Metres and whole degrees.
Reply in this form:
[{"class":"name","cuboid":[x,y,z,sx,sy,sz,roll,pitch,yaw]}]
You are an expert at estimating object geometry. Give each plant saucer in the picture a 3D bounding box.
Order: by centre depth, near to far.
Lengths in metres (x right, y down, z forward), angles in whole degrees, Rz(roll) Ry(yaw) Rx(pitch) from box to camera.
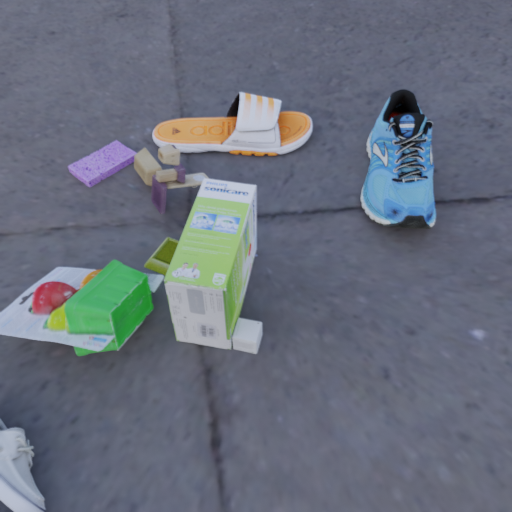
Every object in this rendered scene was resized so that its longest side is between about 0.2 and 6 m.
[{"class":"plant saucer","cuboid":[-1.299,0.005,8.833,0.710,0.170,0.709,21,52,17]}]

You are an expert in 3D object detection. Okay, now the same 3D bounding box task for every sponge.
[{"class":"sponge","cuboid":[-2.821,-1.722,10.366,0.625,0.167,1.121,35,58,27]}]

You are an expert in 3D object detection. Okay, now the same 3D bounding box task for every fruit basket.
[{"class":"fruit basket","cuboid":[-2.473,0.704,7.742,1.909,0.895,1.768,-1,27,20]}]

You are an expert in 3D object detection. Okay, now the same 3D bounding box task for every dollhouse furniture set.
[{"class":"dollhouse furniture set","cuboid":[-1.419,-1.665,9.786,1.052,1.174,1.482,-13,42,-28]}]

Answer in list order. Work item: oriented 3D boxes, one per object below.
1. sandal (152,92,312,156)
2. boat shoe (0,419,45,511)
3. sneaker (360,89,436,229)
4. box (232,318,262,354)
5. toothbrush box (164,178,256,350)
[{"class":"sandal","cuboid":[-0.443,-2.545,10.609,3.105,0.890,1.189,-4,49,-3]},{"class":"boat shoe","cuboid":[-2.919,2.290,6.507,1.839,0.662,0.604,30,62,34]},{"class":"sneaker","cuboid":[2.429,-1.718,9.540,1.210,1.389,3.088,2,48,1]},{"class":"box","cuboid":[-0.118,1.109,7.763,0.354,0.303,0.352,10,49,9]},{"class":"toothbrush box","cuboid":[-0.560,0.095,7.918,0.839,1.419,1.950,7,49,7]}]
